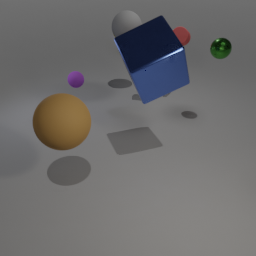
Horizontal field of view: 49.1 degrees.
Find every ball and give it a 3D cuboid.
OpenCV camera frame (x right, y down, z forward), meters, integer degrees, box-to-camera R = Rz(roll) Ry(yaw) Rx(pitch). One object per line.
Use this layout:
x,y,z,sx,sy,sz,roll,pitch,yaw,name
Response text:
-2.210,-2.054,11.874,0.700,0.700,0.700,0,29,0,ball
-0.051,-4.631,12.840,1.400,1.400,1.400,0,29,0,ball
3.129,-2.677,9.439,0.700,0.700,0.700,0,29,0,ball
-1.609,-0.149,6.884,1.400,1.400,1.400,0,29,0,ball

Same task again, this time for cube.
0.653,-1.770,7.424,1.400,1.400,1.400,-25,57,4,cube

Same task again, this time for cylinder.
2.224,-3.836,11.750,0.700,0.700,0.700,11,13,19,cylinder
